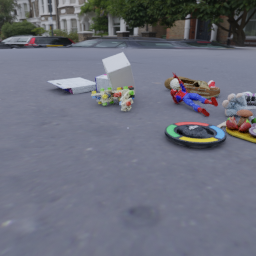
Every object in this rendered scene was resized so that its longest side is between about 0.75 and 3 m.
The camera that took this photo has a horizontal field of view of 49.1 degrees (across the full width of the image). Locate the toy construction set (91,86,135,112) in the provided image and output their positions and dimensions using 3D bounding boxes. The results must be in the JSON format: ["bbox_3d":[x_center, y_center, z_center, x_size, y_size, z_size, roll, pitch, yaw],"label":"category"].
[{"bbox_3d":[-0.448,-1.255,11.114,1.233,0.866,1.880,-15,26,-43],"label":"toy construction set"}]

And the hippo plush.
[{"bbox_3d":[3.996,-0.890,10.096,1.109,0.883,0.891,7,22,20],"label":"hippo plush"}]

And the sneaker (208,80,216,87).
[{"bbox_3d":[4.265,-2.006,14.035,0.675,0.458,1.169,23,42,31],"label":"sneaker"}]

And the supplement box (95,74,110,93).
[{"bbox_3d":[-0.813,-2.141,13.692,1.467,0.758,0.742,13,27,37],"label":"supplement box"}]

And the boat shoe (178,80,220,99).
[{"bbox_3d":[3.209,-1.717,12.531,2.125,0.785,0.804,-8,21,-22],"label":"boat shoe"}]

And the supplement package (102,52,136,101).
[{"bbox_3d":[-0.353,-2.175,11.905,0.983,1.622,0.971,-20,51,-4],"label":"supplement package"}]

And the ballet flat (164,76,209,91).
[{"bbox_3d":[2.770,-2.064,13.625,2.234,0.758,0.808,14,18,20],"label":"ballet flat"}]

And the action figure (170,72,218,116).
[{"bbox_3d":[2.221,-1.358,10.896,0.829,1.257,2.539,-47,27,-2],"label":"action figure"}]

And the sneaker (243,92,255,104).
[{"bbox_3d":[4.929,-1.167,11.511,0.951,0.528,1.360,-9,12,-19],"label":"sneaker"}]

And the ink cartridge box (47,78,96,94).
[{"bbox_3d":[-2.838,-2.143,14.269,1.964,0.425,1.928,-16,27,-34],"label":"ink cartridge box"}]

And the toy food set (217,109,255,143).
[{"bbox_3d":[3.597,-0.134,8.310,1.175,0.652,1.997,-16,25,-37],"label":"toy food set"}]

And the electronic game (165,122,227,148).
[{"bbox_3d":[1.908,0.142,7.985,1.714,0.357,1.714,0,20,0],"label":"electronic game"}]
